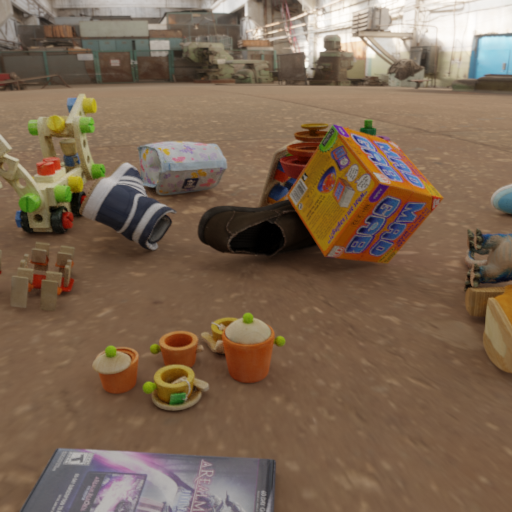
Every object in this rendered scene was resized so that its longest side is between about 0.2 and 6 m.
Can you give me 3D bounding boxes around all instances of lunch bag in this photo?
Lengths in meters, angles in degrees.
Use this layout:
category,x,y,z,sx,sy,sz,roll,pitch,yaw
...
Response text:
category,x,y,z,sx,sy,sz,roll,pitch,yaw
lunch bag,-2.059,-2.428,15.347,1.880,1.409,2.217,-10,13,-27

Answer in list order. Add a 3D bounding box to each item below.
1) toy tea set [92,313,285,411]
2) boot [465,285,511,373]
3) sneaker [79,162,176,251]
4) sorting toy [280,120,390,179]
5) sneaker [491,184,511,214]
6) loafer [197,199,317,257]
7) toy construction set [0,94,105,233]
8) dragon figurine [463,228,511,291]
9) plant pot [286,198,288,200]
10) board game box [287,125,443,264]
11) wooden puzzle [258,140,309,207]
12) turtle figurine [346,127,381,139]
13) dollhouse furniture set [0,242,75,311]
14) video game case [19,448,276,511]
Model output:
category,x,y,z,sx,sy,sz,roll,pitch,yaw
toy tea set,-0.830,1.137,6.999,2.315,0.857,1.377,-14,26,-32
boot,3.937,0.911,7.651,1.632,0.802,2.279,2,17,7
sneaker,-2.480,-1.048,11.725,1.627,1.051,2.998,27,15,-8
sorting toy,1.967,-2.326,11.891,2.949,1.210,1.772,-10,22,-27
sneaker,6.562,-1.154,12.907,1.998,0.795,1.304,3,20,10
loafer,0.354,-0.378,10.691,2.907,1.061,1.037,-8,34,-29
toy construction set,-4.724,-2.047,12.533,1.896,2.699,4.117,6,22,15
dragon figurine,4.343,0.105,9.008,1.783,1.055,3.586,4,-5,14
plant pot,1.463,-1.185,12.377,1.838,1.234,1.838,1,22,0
board game box,1.918,-1.069,10.188,1.674,1.675,1.674,6,42,-36
wooden puzzle,0.762,-1.895,13.247,0.447,1.930,1.787,34,39,14
turtle figurine,1.957,-2.031,11.115,0.381,0.953,1.182,-18,26,-40
dollhouse furniture set,-3.847,0.397,9.353,1.515,0.789,1.531,8,20,-11
video game case,-0.970,2.334,4.888,2.227,0.211,1.591,1,22,4
